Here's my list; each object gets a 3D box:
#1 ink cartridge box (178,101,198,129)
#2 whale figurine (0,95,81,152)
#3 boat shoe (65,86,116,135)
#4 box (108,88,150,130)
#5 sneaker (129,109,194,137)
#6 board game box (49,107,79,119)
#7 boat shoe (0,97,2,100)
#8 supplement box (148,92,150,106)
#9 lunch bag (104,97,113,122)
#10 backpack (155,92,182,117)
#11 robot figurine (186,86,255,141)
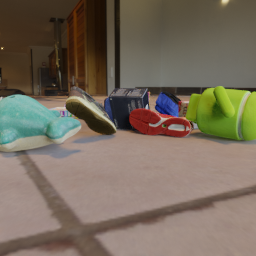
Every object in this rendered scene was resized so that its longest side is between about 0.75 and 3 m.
[{"bbox_3d":[2.873,-0.573,11.758,1.047,1.051,1.447,-2,9,-15],"label":"ink cartridge box"},{"bbox_3d":[-2.538,-0.193,7.358,2.595,1.346,2.064,3,24,31],"label":"whale figurine"},{"bbox_3d":[-1.065,-0.509,9.025,0.878,0.777,2.398,-9,-29,23],"label":"boat shoe"},{"bbox_3d":[0.102,-0.742,10.903,1.351,1.484,0.772,4,35,19],"label":"box"},{"bbox_3d":[1.275,-0.127,10.225,2.310,0.905,1.334,18,7,25],"label":"sneaker"},{"bbox_3d":[-2.908,-0.857,15.626,2.719,0.465,1.828,1,8,6],"label":"board game box"},{"bbox_3d":[-5.951,-0.824,12.904,1.051,1.213,2.844,8,12,44],"label":"boat shoe"},{"bbox_3d":[0.278,-1.470,16.742,1.728,1.363,2.640,2,9,12],"label":"supplement box"},{"bbox_3d":[-0.731,-0.928,13.369,0.870,1.281,0.848,2,7,-13],"label":"lunch bag"},{"bbox_3d":[2.331,-1.148,15.197,1.488,1.249,1.210,38,28,18],"label":"backpack"},{"bbox_3d":[3.284,-0.456,9.020,2.681,1.551,2.352,12,-4,38],"label":"robot figurine"}]
